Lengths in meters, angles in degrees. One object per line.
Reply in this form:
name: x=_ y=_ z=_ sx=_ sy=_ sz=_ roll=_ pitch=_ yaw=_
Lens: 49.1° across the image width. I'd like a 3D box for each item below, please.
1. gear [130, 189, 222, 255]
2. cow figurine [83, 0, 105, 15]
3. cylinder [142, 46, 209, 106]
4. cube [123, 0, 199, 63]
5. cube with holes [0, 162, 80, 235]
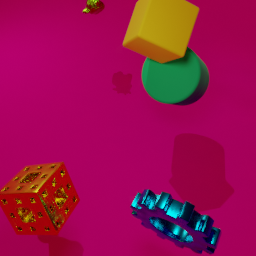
gear: x=0.755 y=1.570 z=4.652 sx=1.487 sy=1.487 sz=0.275 roll=22 pitch=58 yaw=18
cow figurine: x=-1.249 y=-4.289 z=8.879 sx=0.714 sy=1.302 sz=1.281 roll=-22 pitch=36 yaw=32
cylinder: x=1.217 y=-1.267 z=6.952 sx=1.384 sy=1.384 sz=1.384 roll=27 pitch=13 yaw=21
cube: x=0.628 y=-2.022 z=5.664 sx=1.009 sy=1.009 sz=1.009 roll=19 pitch=89 yaw=-19
cube with holes: x=-1.486 y=1.184 z=4.744 sx=0.840 sy=0.840 sz=0.840 roll=-9 pitch=23 yaw=22
